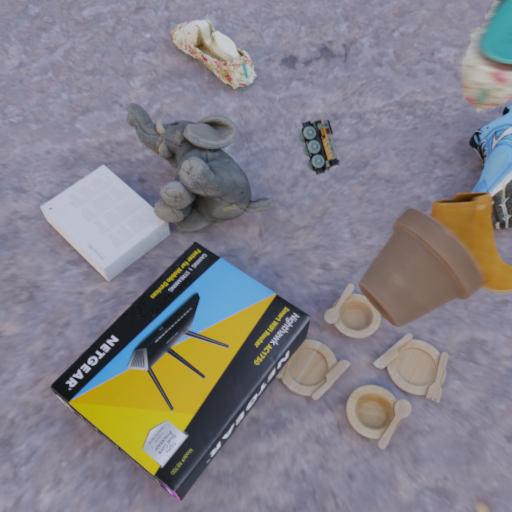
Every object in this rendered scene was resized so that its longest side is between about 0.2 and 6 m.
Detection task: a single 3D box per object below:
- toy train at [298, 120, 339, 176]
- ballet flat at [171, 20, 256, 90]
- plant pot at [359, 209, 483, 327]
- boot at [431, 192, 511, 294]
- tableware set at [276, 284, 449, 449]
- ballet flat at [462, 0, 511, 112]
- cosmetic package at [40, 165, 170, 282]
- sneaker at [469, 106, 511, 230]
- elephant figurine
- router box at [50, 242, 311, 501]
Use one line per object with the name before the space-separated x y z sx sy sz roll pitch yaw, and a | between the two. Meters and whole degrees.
toy train | 1.082 -1.854 9.483 0.541 0.405 0.950 -17 91 -12
ballet flat | -0.997 -4.881 12.910 1.047 0.885 2.768 -39 64 -20
plant pot | 1.689 0.214 6.130 0.998 1.144 1.144 -40 64 -1
boot | 3.044 -0.190 7.494 1.842 1.319 0.648 -3 16 -26
tableware set | 1.700 1.725 8.930 2.502 0.290 2.090 34 63 21
ballet flat | 3.274 -2.820 6.969 1.049 0.886 2.773 34 65 19
cosmetic package | -2.781 -0.648 10.356 1.942 0.502 1.464 40 63 23
sneaker | 4.816 -1.815 10.926 1.528 1.332 3.397 20 55 37
elephant figurine | -1.124 -1.868 10.425 1.813 1.988 2.563 -28 53 24
router box | -1.035 1.573 8.501 2.383 0.816 3.195 32 62 18
